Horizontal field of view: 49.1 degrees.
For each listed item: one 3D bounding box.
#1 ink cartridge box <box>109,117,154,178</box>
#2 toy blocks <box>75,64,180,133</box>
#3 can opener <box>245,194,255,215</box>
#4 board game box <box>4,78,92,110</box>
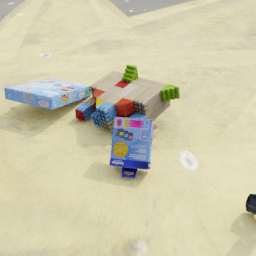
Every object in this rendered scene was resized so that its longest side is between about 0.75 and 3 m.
[{"bbox_3d":[0.094,0.463,6.505,0.920,1.348,0.515,4,-4,12],"label":"ink cartridge box"},{"bbox_3d":[-0.250,-0.715,8.178,2.911,1.455,1.990,22,49,37],"label":"toy blocks"},{"bbox_3d":[2.496,1.260,4.940,0.589,1.498,0.475,5,50,12],"label":"can opener"},{"bbox_3d":[-2.479,-1.171,9.091,1.729,0.418,2.286,13,20,19],"label":"board game box"}]
